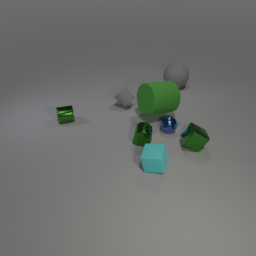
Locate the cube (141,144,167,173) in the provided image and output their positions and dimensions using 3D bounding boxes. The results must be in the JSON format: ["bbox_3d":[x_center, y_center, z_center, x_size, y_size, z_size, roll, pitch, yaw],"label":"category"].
[{"bbox_3d":[0.891,1.019,9.438,0.700,0.700,0.700,1,40,20],"label":"cube"}]

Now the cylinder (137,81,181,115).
[{"bbox_3d":[1.325,-1.319,12.251,1.400,1.400,1.400,-9,32,-30],"label":"cylinder"}]

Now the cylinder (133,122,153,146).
[{"bbox_3d":[0.585,0.236,10.876,0.700,0.700,0.700,4,35,6],"label":"cylinder"}]

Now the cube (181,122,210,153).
[{"bbox_3d":[2.510,0.352,10.507,0.700,0.700,0.700,25,28,-15],"label":"cube"}]

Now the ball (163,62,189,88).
[{"bbox_3d":[2.646,-2.883,15.366,1.400,1.400,1.400,0,31,0],"label":"ball"}]

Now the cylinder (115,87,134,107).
[{"bbox_3d":[-0.169,-1.478,13.388,0.700,0.700,0.700,46,35,-9],"label":"cylinder"}]

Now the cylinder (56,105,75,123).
[{"bbox_3d":[-2.767,-0.609,12.320,0.700,0.700,0.700,-10,33,-17],"label":"cylinder"}]

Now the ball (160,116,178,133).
[{"bbox_3d":[1.693,-0.150,11.574,0.700,0.700,0.700,0,31,0],"label":"ball"}]
